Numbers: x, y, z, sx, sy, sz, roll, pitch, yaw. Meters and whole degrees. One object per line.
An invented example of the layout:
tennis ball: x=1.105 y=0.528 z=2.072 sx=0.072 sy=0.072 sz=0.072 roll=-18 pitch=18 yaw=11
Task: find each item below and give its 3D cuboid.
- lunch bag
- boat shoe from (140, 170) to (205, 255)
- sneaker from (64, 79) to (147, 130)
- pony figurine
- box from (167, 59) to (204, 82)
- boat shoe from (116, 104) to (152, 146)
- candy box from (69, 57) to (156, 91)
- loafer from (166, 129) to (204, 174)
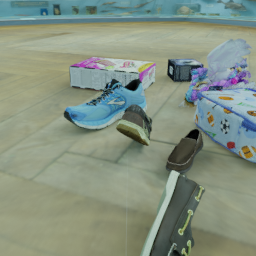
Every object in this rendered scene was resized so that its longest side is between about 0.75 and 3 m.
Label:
lunch bag: x=2.872 y=-0.225 z=6.408 sx=2.110 sy=0.995 sz=2.633 roll=-5 pitch=27 yaw=-15
boat shoe: x=0.563 y=1.307 z=3.500 sx=0.570 sy=0.675 sz=1.893 roll=20 pitch=41 yaw=11
sneaker: x=-0.568 y=-0.736 z=7.267 sx=2.463 sy=1.108 sz=0.965 roll=-21 pitch=33 yaw=-36
pony figurine: x=2.801 y=-1.439 z=8.305 sx=2.379 sy=2.052 sz=2.465 roll=-22 pitch=14 yaw=37
box: x=2.217 y=-2.287 z=10.963 sx=1.120 sy=0.696 sz=1.129 roll=-2 pitch=26 yaw=-7
boat shoe: x=0.219 y=-0.040 z=5.577 sx=0.668 sy=0.592 sz=1.826 roll=25 pitch=-4 yaw=6
candy box: x=-0.516 y=-1.946 z=10.109 sx=2.642 sy=0.806 sz=1.802 roll=10 pitch=27 yaw=19
loafer: x=1.088 y=0.400 z=5.428 sx=0.472 sy=0.458 sz=1.291 roll=10 pitch=33 yaw=29
